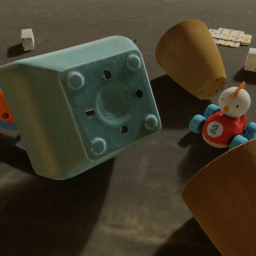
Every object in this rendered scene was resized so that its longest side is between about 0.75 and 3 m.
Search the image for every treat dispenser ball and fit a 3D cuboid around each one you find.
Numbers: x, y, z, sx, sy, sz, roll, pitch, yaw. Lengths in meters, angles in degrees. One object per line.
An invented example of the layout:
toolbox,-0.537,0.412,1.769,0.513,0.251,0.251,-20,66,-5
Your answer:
treat dispenser ball,-3.170,-0.710,7.625,1.525,1.525,1.525,0,40,0

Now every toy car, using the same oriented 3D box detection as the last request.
toy car,2.771,-0.461,7.677,1.523,1.722,1.587,-32,49,-33

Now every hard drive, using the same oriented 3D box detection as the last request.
hard drive,-2.324,0.430,7.696,1.518,0.321,1.024,18,43,20

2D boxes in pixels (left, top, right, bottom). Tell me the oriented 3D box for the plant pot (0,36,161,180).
plant pot,-0.827,-0.481,5.896,2.694,2.701,2.752,-24,14,-27

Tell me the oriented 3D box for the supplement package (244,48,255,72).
supplement package,5.216,-2.663,11.106,0.954,0.743,0.529,15,42,17

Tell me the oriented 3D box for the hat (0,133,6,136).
hat,-4.576,0.132,8.235,1.283,1.129,1.062,-9,30,50

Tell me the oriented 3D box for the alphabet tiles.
alphabet tiles,4.947,-4.505,13.804,2.111,0.154,2.065,17,42,20

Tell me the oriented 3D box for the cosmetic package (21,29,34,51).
cosmetic package,-4.631,-4.094,12.952,0.518,0.614,1.149,-12,43,-14

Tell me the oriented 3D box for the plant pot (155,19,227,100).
plant pot,2.378,-2.176,9.729,2.140,2.140,2.296,-14,56,-16

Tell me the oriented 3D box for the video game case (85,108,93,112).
video game case,-1.981,-1.318,9.834,2.362,0.285,2.591,-15,42,-17

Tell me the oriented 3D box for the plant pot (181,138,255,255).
plant pot,2.592,1.803,4.686,2.457,2.457,2.636,-13,54,-16

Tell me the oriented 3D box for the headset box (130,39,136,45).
headset box,-0.380,-3.238,11.910,1.196,0.603,1.609,8,40,9
